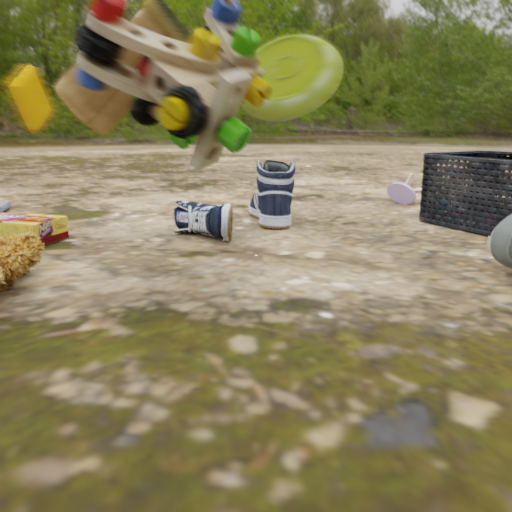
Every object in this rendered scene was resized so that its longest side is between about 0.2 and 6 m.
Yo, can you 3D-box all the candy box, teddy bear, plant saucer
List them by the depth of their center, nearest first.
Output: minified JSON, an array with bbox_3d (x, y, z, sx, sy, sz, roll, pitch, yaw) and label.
[{"bbox_3d":[-3.857,0.089,7.545,1.936,0.892,2.671,0,14,8],"label":"teddy bear"},{"bbox_3d":[-4.645,-0.515,10.752,1.747,0.493,1.019,6,15,17],"label":"candy box"},{"bbox_3d":[0.648,-3.910,11.935,2.346,2.346,0.364,6,-25,23],"label":"plant saucer"}]

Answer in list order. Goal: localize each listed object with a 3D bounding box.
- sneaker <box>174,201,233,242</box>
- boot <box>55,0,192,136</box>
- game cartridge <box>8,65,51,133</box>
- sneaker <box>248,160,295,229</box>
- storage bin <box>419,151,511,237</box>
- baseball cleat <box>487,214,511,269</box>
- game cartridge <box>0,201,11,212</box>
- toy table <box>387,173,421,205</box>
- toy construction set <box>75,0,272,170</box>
[{"bbox_3d":[-1.059,-0.705,10.971,1.116,0.721,2.057,3,7,-8],"label":"sneaker"},{"bbox_3d":[-2.277,-3.405,11.364,2.809,2.460,0.929,-35,12,22],"label":"boot"},{"bbox_3d":[-2.895,-2.013,7.190,0.120,0.654,0.741,-9,36,6],"label":"game cartridge"},{"bbox_3d":[0.348,-1.535,12.891,0.919,1.423,2.623,-2,14,-7],"label":"sneaker"},{"bbox_3d":[5.377,-1.340,11.855,2.283,1.583,3.377,-8,15,-27],"label":"storage bin"},{"bbox_3d":[5.159,-0.169,8.022,3.285,1.146,1.749,-3,14,-9],"label":"baseball cleat"},{"bbox_3d":[-6.684,-1.151,13.864,0.892,0.264,1.376,2,14,-9],"label":"game cartridge"},{"bbox_3d":[4.132,-1.800,15.396,0.543,0.853,0.928,-27,43,-29],"label":"toy table"},{"bbox_3d":[-0.407,-2.587,7.183,2.448,3.186,2.657,44,17,24],"label":"toy construction set"}]
